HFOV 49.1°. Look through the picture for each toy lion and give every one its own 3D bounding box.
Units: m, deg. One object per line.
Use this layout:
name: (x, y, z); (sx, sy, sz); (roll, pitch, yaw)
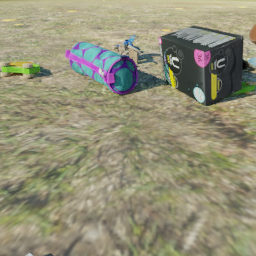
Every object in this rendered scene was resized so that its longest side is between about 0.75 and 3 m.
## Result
toy lion: (3.332, -1.467, 9.304); (1.316, 0.471, 1.373); (-13, 31, -9)
toy lion: (-4.100, -2.361, 10.888); (1.510, 0.518, 1.448); (7, 22, 11)

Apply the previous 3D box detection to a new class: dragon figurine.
dragon figurine: (0.081, -3.630, 12.393); (1.229, 0.728, 2.472); (-33, 21, -24)

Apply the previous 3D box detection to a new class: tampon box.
tampon box: (2.212, -2.037, 8.723); (1.431, 1.699, 2.267); (-24, 34, -15)

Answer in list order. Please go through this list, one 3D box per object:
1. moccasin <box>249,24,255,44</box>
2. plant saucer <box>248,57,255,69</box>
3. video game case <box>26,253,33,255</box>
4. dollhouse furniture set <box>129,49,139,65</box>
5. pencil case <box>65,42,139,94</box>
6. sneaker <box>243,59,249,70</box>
moccasin: (4.101, -3.163, 7.087); (1.100, 1.042, 2.849); (6, -18, -17)
plant saucer: (5.617, -2.490, 11.205); (1.579, 0.304, 1.579); (-1, 29, 0)
video game case: (-1.402, 2.309, 2.668); (1.450, 0.182, 2.024); (23, 36, 34)
dollhouse furniture set: (-0.132, -2.769, 11.392); (0.713, 0.609, 1.375); (11, 31, 19)
pencil case: (-0.936, -2.149, 9.633); (1.334, 1.228, 2.886); (-5, 25, -39)
sneaker: (3.931, -2.525, 10.957); (1.670, 0.596, 0.667); (-3, 25, -9)
